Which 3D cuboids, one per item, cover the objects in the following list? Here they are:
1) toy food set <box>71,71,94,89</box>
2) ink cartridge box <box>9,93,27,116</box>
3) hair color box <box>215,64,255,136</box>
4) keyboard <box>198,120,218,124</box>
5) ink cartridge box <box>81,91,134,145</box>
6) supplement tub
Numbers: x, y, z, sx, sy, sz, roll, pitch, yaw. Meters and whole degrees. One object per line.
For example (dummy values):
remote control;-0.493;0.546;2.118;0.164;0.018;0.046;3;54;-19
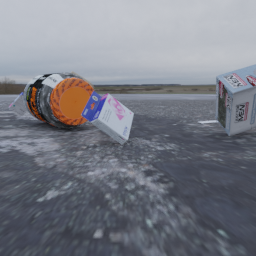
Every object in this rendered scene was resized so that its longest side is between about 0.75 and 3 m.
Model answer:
toy food set;-2.163;-1.664;11.419;1.335;0.958;0.403;33;-18;24
ink cartridge box;-4.026;-0.948;10.752;0.592;0.992;0.208;37;25;-32
hair color box;3.612;-0.913;6.852;2.775;1.374;0.841;-17;42;-3
keyboard;2.820;-0.211;9.772;0.840;0.045;0.236;-5;10;-28
ink cartridge box;-0.401;-0.304;6.215;1.107;0.240;1.087;37;33;-17
supplement tub;-2.136;-0.880;8.698;1.641;1.641;2.679;-5;10;-33
